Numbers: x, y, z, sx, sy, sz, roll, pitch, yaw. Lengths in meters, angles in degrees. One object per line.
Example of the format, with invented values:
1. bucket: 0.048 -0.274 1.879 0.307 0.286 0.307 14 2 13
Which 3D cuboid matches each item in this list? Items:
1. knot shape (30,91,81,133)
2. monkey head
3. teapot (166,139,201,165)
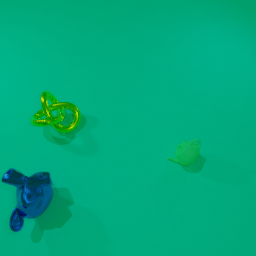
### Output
1. knot shape: -2.199 -0.391 8.137 1.424 0.658 1.332 43 44 8
2. monkey head: -2.459 1.555 6.834 1.239 1.038 1.722 25 40 -4
3. teapot: 1.556 0.662 7.692 0.559 1.141 0.710 38 34 -11
